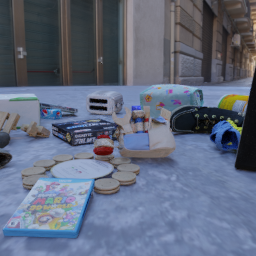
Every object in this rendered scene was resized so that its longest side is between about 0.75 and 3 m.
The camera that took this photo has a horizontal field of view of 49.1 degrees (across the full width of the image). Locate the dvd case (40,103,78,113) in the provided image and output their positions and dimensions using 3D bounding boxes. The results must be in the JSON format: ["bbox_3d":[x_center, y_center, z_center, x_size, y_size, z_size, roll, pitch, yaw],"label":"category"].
[{"bbox_3d":[-3.580,-0.991,14.149,1.912,0.210,1.396,10,-3,-22],"label":"dvd case"}]

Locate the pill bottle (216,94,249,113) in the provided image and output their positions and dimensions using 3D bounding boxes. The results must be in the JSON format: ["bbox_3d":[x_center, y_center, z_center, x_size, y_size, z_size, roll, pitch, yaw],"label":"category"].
[{"bbox_3d":[4.594,-0.585,10.684,1.286,1.286,2.315,-5,12,-24],"label":"pill bottle"}]

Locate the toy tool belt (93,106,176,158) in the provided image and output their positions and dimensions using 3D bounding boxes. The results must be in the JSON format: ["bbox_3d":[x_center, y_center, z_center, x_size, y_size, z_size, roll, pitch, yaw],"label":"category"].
[{"bbox_3d":[0.160,0.051,6.937,2.054,1.262,1.283,2,-22,-13],"label":"toy tool belt"}]

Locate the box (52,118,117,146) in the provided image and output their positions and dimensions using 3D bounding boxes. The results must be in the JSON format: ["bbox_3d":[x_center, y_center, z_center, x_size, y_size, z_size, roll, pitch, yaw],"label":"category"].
[{"bbox_3d":[-1.347,0.093,9.428,1.913,0.475,1.899,-7,12,-31],"label":"box"}]

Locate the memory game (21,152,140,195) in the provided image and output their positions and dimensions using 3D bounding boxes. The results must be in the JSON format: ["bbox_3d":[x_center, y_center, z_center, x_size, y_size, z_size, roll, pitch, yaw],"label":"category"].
[{"bbox_3d":[-0.977,0.919,5.931,2.485,0.158,2.485,0,11,0],"label":"memory game"}]

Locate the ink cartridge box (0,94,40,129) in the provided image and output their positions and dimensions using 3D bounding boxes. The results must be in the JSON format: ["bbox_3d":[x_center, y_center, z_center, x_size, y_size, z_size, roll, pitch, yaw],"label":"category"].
[{"bbox_3d":[-4.912,-0.777,11.899,2.108,1.194,2.876,-4,12,-20],"label":"ink cartridge box"}]

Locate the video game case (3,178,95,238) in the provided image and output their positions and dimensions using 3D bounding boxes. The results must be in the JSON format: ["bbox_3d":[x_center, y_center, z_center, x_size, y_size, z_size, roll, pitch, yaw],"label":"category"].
[{"bbox_3d":[-1.117,1.158,4.305,0.992,0.123,1.386,0,19,3],"label":"video game case"}]

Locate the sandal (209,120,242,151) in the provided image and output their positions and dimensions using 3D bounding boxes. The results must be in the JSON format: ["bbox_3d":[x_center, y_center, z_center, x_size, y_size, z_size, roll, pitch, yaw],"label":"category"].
[{"bbox_3d":[2.710,0.209,7.964,0.844,0.770,1.938,-6,4,0],"label":"sandal"}]

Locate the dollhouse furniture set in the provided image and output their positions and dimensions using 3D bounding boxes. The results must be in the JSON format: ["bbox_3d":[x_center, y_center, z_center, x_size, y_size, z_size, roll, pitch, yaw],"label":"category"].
[{"bbox_3d":[-3.549,0.268,9.089,1.252,1.073,1.317,7,-22,29],"label":"dollhouse furniture set"}]

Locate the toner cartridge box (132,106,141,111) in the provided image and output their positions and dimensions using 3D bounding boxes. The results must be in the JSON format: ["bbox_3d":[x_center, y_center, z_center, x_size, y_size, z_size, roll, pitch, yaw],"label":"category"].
[{"bbox_3d":[0.704,-1.007,15.452,0.675,0.307,1.421,-2,11,-15],"label":"toner cartridge box"}]

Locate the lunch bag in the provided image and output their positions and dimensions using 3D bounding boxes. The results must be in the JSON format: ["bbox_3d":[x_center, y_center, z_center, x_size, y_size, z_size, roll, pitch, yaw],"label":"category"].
[{"bbox_3d":[2.056,-1.138,12.569,2.380,1.704,2.794,4,17,23],"label":"lunch bag"}]

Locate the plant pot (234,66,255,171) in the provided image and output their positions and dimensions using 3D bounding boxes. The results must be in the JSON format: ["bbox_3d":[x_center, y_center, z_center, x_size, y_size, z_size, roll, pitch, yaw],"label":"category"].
[{"bbox_3d":[4.239,-0.407,6.393,2.524,2.839,2.846,14,17,30],"label":"plant pot"}]

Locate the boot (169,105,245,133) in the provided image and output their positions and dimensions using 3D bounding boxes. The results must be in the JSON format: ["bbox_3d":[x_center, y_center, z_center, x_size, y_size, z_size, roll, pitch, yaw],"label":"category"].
[{"bbox_3d":[2.915,-0.220,9.646,2.713,0.979,2.049,-7,14,-31],"label":"boot"}]

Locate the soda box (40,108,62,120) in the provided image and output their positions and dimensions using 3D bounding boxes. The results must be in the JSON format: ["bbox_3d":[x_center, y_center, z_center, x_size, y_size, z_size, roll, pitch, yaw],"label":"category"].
[{"bbox_3d":[-3.829,-0.683,13.467,1.349,0.433,0.458,6,12,31],"label":"soda box"}]

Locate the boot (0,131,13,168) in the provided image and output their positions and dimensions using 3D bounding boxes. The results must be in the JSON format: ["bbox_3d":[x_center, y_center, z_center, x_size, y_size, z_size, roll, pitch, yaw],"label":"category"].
[{"bbox_3d":[-3.272,0.524,6.878,1.589,0.577,1.445,1,23,43],"label":"boot"}]

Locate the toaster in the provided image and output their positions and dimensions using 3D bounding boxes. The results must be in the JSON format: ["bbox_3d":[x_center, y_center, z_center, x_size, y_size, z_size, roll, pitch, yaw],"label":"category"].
[{"bbox_3d":[-1.350,-1.358,14.940,2.091,1.188,1.351,8,15,15],"label":"toaster"}]
